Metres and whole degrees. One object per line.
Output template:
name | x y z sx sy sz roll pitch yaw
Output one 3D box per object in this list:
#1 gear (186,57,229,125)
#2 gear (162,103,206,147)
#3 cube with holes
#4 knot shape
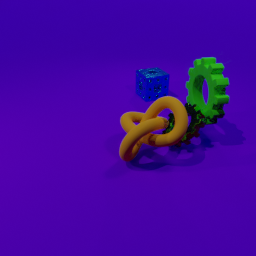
gear | 2.226 -1.044 8.054 0.347 1.875 1.875 -6 30 -12
gear | 1.574 -0.100 8.011 0.243 1.314 1.314 36 11 -33
cube with holes | 0.941 -1.730 11.029 0.980 0.980 0.980 -11 32 -19
knot shape | 0.441 0.090 7.258 1.901 0.939 2.032 -45 23 -26
